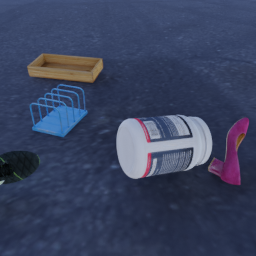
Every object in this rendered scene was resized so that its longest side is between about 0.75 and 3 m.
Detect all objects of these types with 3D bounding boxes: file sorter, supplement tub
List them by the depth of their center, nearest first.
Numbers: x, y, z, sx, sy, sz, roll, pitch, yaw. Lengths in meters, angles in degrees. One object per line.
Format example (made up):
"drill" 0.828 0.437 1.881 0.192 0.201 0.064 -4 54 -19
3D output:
"supplement tub" 0.808 0.390 6.510 1.909 1.340 1.340 -5 31 -22
"file sorter" -2.105 -0.600 8.656 1.074 0.950 1.548 12 34 16

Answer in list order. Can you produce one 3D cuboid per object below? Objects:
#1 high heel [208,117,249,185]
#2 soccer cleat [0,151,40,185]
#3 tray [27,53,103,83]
"high heel" 2.652 0.522 6.631 0.805 0.565 1.678 27 71 40
"soccer cleat" -2.920 0.967 5.855 2.078 0.701 0.842 -12 7 -6
"tray" -2.675 -2.626 12.173 2.881 0.533 1.421 7 39 11
